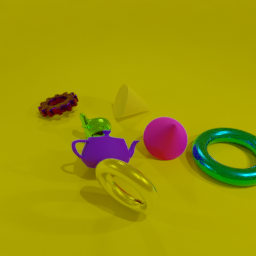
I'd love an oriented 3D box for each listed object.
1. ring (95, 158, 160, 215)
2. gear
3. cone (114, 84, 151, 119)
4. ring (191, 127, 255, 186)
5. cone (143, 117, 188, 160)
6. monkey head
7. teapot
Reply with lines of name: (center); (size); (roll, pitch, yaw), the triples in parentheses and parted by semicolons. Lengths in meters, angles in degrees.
ring: (-0.028, 1.140, 5.393); (1.434, 1.434, 0.287); (22, 54, 27)
gear: (-2.175, -0.750, 8.774); (1.231, 0.228, 1.231); (-11, 30, 7)
cone: (0.260, -0.705, 8.648); (1.086, 1.081, 1.081); (13, 31, -23)
ring: (2.583, 0.642, 6.946); (1.992, 0.398, 1.992); (0, 36, 0)
cone: (0.995, 0.094, 6.647); (1.150, 1.155, 1.150); (1, 73, -3)
monkey head: (-0.860, -0.096, 7.544); (0.744, 0.888, 1.234); (-24, 16, -10)
teapot: (-0.457, 0.496, 6.510); (1.810, 0.886, 1.125); (5, -6, -32)
